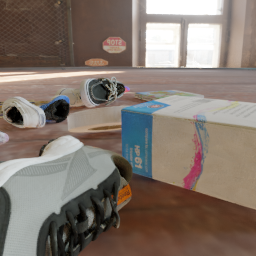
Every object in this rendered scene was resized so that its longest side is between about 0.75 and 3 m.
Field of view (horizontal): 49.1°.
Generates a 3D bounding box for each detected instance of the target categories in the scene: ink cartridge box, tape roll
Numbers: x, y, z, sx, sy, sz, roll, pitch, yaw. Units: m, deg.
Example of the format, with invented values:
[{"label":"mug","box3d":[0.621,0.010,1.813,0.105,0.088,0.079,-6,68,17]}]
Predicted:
[{"label":"ink cartridge box","box3d":[1.389,0.197,4.179,2.476,1.048,1.790,9,17,36]},{"label":"tape roll","box3d":[-0.414,-0.161,6.064,1.807,0.330,1.807,-7,-4,0]}]

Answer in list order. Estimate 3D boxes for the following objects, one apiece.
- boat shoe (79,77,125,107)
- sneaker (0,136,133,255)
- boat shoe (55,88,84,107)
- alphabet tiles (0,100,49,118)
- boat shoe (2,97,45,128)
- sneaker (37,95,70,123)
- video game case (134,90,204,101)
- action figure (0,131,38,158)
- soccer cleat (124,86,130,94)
[{"label":"boat shoe","box3d":[-0.823,-1.366,10.437,0.970,1.049,2.840,-9,2,19]},{"label":"sneaker","box3d":[-0.562,0.715,2.620,1.077,1.004,2.718,7,15,7]},{"label":"boat shoe","box3d":[-1.863,-1.093,10.180,0.649,0.710,1.974,1,6,23]},{"label":"alphabet tiles","box3d":[-3.855,-0.703,9.762,2.413,0.092,2.900,-7,16,-24]},{"label":"boat shoe","box3d":[-2.981,-0.382,7.461,1.970,0.709,0.647,24,22,39]},{"label":"sneaker","box3d":[-1.955,-0.584,8.157,0.915,0.631,1.644,0,17,24]},{"label":"video game case","box3d":[1.710,-1.361,11.954,2.223,0.245,2.023,-8,16,-27]},{"label":"action figure","box3d":[-2.202,0.537,3.328,2.109,1.897,2.833,-39,13,-3]},{"label":"soccer cleat","box3d":[-0.839,-1.985,13.455,1.830,0.700,0.610,0,15,2]}]
